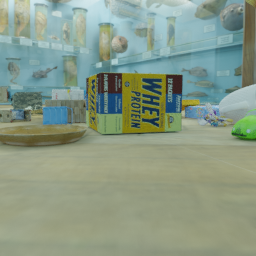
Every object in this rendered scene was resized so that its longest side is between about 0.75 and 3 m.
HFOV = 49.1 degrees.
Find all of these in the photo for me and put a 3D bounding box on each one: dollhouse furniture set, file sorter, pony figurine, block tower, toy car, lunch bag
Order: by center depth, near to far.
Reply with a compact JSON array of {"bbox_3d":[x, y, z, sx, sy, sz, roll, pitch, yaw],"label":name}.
[{"bbox_3d":[3.434,-0.132,6.039,2.689,0.637,2.857,-2,6,-23],"label":"toy car"},{"bbox_3d":[2.519,-0.315,8.273,0.856,0.713,0.826,14,12,-13],"label":"pony figurine"},{"bbox_3d":[-2.179,-0.367,8.738,0.795,0.551,0.488,-5,12,-39],"label":"file sorter"},{"bbox_3d":[-1.326,-0.592,9.608,2.921,0.844,0.789,-2,6,-2],"label":"block tower"},{"bbox_3d":[-4.017,-0.831,9.818,0.848,1.211,0.853,4,7,32],"label":"dollhouse furniture set"},{"bbox_3d":[-5.905,-1.468,16.337,1.662,1.158,1.394,-4,-3,-24],"label":"lunch bag"}]

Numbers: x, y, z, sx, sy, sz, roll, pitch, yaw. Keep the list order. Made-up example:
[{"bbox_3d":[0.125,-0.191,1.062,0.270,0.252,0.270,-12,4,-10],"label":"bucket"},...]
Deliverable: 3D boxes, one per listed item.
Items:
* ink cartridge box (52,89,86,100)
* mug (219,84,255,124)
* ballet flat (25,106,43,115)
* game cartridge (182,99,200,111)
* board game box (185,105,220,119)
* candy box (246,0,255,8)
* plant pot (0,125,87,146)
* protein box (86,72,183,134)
[{"bbox_3d":[-2.321,-0.999,11.565,1.581,1.160,1.154,-1,7,-15],"label":"ink cartridge box"},{"bbox_3d":[3.414,-0.635,8.510,1.520,1.122,1.333,-10,-4,-40],"label":"mug"},{"bbox_3d":[-4.511,-0.843,13.401,1.468,0.463,0.504,-4,6,-27],"label":"ballet flat"},{"bbox_3d":[1.880,-0.889,12.231,1.668,0.307,1.892,-4,-11,-35],"label":"game cartridge"},{"bbox_3d":[4.068,-0.643,11.234,2.848,0.521,2.154,-2,7,-19],"label":"board game box"},{"bbox_3d":[3.121,-2.983,4.859,0.606,2.147,1.253,-21,58,-22],"label":"candy box"},{"bbox_3d":[-1.708,0.127,5.557,1.790,0.246,1.790,-1,6,0],"label":"plant pot"},{"bbox_3d":[0.056,-0.672,7.413,2.060,1.400,2.075,-2,7,-17],"label":"protein box"}]
